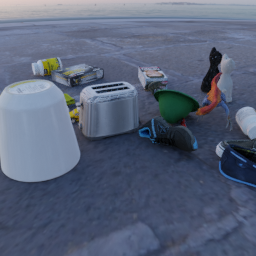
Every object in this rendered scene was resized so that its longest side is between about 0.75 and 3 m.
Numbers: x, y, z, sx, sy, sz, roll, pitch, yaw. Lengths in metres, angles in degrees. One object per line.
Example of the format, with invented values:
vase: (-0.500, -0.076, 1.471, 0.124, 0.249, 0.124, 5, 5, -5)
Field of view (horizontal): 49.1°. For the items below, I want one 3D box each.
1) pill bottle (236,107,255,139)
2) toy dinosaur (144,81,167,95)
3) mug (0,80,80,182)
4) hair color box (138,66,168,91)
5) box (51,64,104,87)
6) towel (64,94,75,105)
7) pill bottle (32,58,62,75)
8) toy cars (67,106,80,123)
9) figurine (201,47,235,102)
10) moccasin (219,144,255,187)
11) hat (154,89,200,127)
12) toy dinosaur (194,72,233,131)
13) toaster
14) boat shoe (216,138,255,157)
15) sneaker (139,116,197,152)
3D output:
pill bottle: (4.148, -0.141, 9.406, 0.734, 0.734, 1.284, 2, 28, 4)
toy dinosaur: (1.185, -1.870, 12.687, 1.160, 0.593, 0.447, -25, -5, 27)
mug: (-2.758, -0.099, 7.683, 2.721, 2.233, 2.179, 6, 28, 13)
hair color box: (1.215, -2.540, 14.156, 1.091, 0.668, 2.203, -3, 28, -6)
box: (-2.660, -2.853, 14.912, 1.741, 0.531, 2.198, 24, 35, 38)
towel: (-3.738, -1.035, 11.681, 2.841, 0.257, 1.223, -15, 32, -27)
pill bottle: (-4.521, -3.410, 15.662, 1.517, 0.853, 0.853, -16, 31, -25)
toy cars: (-2.332, -0.671, 10.709, 2.192, 0.485, 0.983, 13, 29, 24)
figurine: (3.995, -2.343, 12.289, 0.891, 2.020, 2.071, -3, 28, -7)
moccasin: (3.659, 1.053, 6.852, 2.702, 0.921, 1.087, 9, 29, 17)
hat: (1.512, -0.209, 10.064, 1.749, 1.858, 2.111, 16, -12, 11)
toy dinosaur: (2.929, -1.017, 10.087, 1.292, 2.461, 2.233, -8, -8, 18)
toaster: (-0.552, -0.630, 9.478, 2.378, 1.536, 1.351, -11, 30, -20)
boat shoe: (3.835, 0.570, 7.804, 2.585, 0.917, 0.932, 8, 28, 15)
sneaker: (1.205, 0.312, 8.658, 0.890, 0.796, 2.173, -28, 29, -23)
